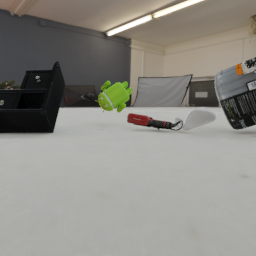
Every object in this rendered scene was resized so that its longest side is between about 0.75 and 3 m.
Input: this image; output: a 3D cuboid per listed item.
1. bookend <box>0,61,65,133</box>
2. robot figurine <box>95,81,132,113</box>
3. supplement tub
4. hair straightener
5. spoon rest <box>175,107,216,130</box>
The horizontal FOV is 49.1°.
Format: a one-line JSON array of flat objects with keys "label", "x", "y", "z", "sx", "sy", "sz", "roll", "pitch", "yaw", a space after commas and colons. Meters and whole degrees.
[{"label": "bookend", "x": -2.578, "y": -0.771, "z": 6.871, "sx": 1.705, "sy": 1.716, "sz": 0.790, "roll": 0, "pitch": -38, "yaw": 4}, {"label": "robot figurine", "x": -0.446, "y": -1.016, "z": 9.146, "sx": 1.200, "sy": 1.053, "sz": 0.694, "roll": -34, "pitch": -4, "yaw": -8}, {"label": "supplement tub", "x": 3.440, "y": -1.017, "z": 6.437, "sx": 2.518, "sy": 1.543, "sz": 1.543, "roll": -20, "pitch": -5, "yaw": 28}, {"label": "hair straightener", "x": 0.753, "y": -0.155, "z": 7.292, "sx": 1.581, "sy": 0.323, "sz": 0.608, "roll": 4, "pitch": -8, "yaw": 37}, {"label": "spoon rest", "x": 1.575, "y": -0.191, "z": 6.726, "sx": 0.611, "sy": 0.373, "sz": 1.230, "roll": 20, "pitch": -19, "yaw": -21}]
